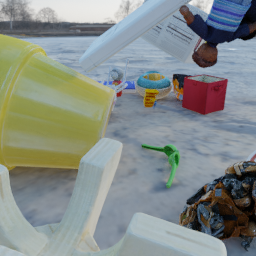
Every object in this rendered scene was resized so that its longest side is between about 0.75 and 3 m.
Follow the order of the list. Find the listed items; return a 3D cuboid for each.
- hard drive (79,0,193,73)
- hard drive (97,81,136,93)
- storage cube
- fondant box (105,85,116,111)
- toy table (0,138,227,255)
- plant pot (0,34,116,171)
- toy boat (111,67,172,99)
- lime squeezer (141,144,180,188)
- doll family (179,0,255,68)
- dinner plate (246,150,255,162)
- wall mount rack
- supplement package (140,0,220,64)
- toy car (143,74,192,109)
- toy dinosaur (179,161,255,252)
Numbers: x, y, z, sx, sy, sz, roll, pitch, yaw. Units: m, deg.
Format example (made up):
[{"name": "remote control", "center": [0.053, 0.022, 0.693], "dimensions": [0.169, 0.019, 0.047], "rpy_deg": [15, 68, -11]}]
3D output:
[{"name": "hard drive", "center": [0.229, -2.068, 5.377], "dimensions": [2.440, 0.326, 1.610], "rpy_deg": [-30, 24, 22]}, {"name": "hard drive", "center": [-0.700, -1.834, 12.448], "dimensions": [2.024, 0.257, 1.335], "rpy_deg": [0, 22, -1]}, {"name": "storage cube", "center": [2.647, -1.185, 9.706], "dimensions": [1.053, 1.108, 1.232], "rpy_deg": [-14, 27, -32]}, {"name": "fondant box", "center": [-1.350, -0.895, 8.942], "dimensions": [1.834, 0.534, 1.323], "rpy_deg": [-5, -10, -9]}, {"name": "toy table", "center": [-0.594, 1.225, 2.403], "dimensions": [2.707, 1.585, 2.488], "rpy_deg": [12, 22, 0]}, {"name": "plant pot", "center": [-1.688, -0.263, 5.804], "dimensions": [2.527, 2.686, 2.686], "rpy_deg": [16, 22, -3]}, {"name": "toy boat", "center": [0.547, -1.870, 11.342], "dimensions": [2.476, 1.151, 2.082], "rpy_deg": [-1, 22, -4]}, {"name": "lime squeezer", "center": [0.849, 0.646, 6.181], "dimensions": [0.663, 0.354, 1.879], "rpy_deg": [-4, 23, -11]}, {"name": "doll family", "center": [1.773, -1.308, 3.357], "dimensions": [2.406, 1.391, 0.944], "rpy_deg": [13, 49, -6]}, {"name": "dinner plate", "center": [3.564, 0.916, 5.146], "dimensions": [2.640, 0.320, 2.640], "rpy_deg": [-9, 25, 4]}, {"name": "wall mount rack", "center": [-0.689, -1.727, 10.422], "dimensions": [2.004, 0.747, 1.741], "rpy_deg": [-8, 30, 51]}, {"name": "supplement package", "center": [1.621, -2.913, 8.285], "dimensions": [1.889, 1.345, 2.426], "rpy_deg": [37, 27, 19]}, {"name": "toy car", "center": [1.424, -1.382, 10.476], "dimensions": [2.666, 0.887, 1.308], "rpy_deg": [-11, 43, -28]}, {"name": "toy dinosaur", "center": [2.008, 0.924, 4.296], "dimensions": [2.794, 1.427, 1.897], "rpy_deg": [-46, 25, -29]}]
